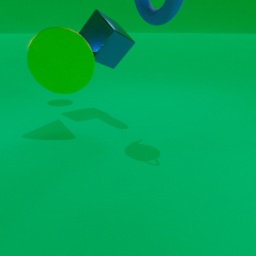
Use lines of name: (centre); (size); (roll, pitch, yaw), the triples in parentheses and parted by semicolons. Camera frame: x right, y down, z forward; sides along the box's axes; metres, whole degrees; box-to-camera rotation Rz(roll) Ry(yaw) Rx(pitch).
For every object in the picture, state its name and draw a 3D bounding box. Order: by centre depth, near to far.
ring: (0.631, -3.079, 5.967); (0.339, 1.693, 1.693); (-14, 24, -29)
cone: (-1.391, -1.683, 6.416); (1.402, 1.402, 1.408); (0, 28, 0)
cube: (-0.601, -2.315, 7.411); (0.954, 0.954, 0.954); (7, 41, -57)
